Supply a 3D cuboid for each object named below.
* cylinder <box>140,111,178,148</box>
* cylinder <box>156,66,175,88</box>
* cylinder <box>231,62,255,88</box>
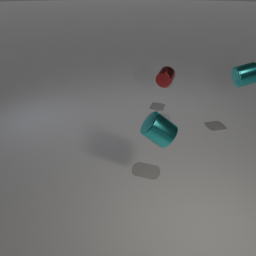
[{"bbox_3d":[0.788,0.043,7.137,0.700,0.700,0.700,35,22,-17],"label":"cylinder"},{"bbox_3d":[1.608,-2.185,11.995,0.700,0.700,0.700,10,38,19],"label":"cylinder"},{"bbox_3d":[3.952,-1.785,9.407,0.700,0.700,0.700,-15,29,1],"label":"cylinder"}]
